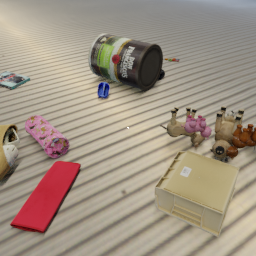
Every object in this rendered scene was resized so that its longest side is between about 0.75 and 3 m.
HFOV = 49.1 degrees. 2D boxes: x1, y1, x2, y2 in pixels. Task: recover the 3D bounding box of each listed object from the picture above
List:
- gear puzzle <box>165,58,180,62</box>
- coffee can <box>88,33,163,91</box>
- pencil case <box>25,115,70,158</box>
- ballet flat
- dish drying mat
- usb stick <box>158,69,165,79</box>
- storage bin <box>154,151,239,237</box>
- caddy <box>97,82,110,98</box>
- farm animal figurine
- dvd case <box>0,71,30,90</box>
[{"bbox_3d":[2.640,-4.123,16.789,0.894,0.117,0.463,9,36,13],"label":"gear puzzle"},{"bbox_3d":[-0.118,-3.258,13.712,2.988,2.187,2.187,22,40,29],"label":"coffee can"},{"bbox_3d":[-2.891,0.258,9.863,0.823,0.860,1.989,-49,50,-7],"label":"pencil case"},{"bbox_3d":[-4.005,0.624,9.172,0.847,0.922,2.686,-16,38,-11],"label":"ballet flat"},{"bbox_3d":[-2.246,1.861,8.059,0.968,0.229,2.520,8,36,12],"label":"dish drying mat"},{"bbox_3d":[0.864,-3.412,15.427,0.831,0.488,2.996,-23,41,-24],"label":"usb stick"},{"bbox_3d":[1.920,1.666,7.775,1.847,0.872,1.861,18,39,25],"label":"storage bin"},{"bbox_3d":[-1.127,-1.729,12.796,0.534,0.396,0.755,11,68,-10],"label":"caddy"},{"bbox_3d":[3.019,0.226,9.459,2.959,1.543,2.927,22,28,39],"label":"farm animal figurine"},{"bbox_3d":[-6.098,-2.467,14.334,1.746,0.192,1.274,17,38,24],"label":"dvd case"}]
